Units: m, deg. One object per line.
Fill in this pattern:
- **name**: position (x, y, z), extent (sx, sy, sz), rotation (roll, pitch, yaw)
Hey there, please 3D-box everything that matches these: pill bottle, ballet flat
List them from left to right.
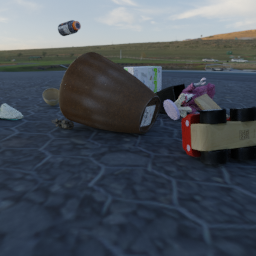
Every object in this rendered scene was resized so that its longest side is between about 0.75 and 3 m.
- **ballet flat**: position (-5.525, -0.743, 12.079), extent (2.048, 0.735, 0.735), rotation (4, 15, 14)
- **pill bottle**: position (-2.214, -3.820, 10.677), extent (0.926, 0.492, 0.492), rotation (2, 13, 39)

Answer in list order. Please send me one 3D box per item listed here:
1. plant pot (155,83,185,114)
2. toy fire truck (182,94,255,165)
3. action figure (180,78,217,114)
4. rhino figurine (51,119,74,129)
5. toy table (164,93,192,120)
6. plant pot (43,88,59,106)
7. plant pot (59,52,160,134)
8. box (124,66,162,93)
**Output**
- **plant pot**: position (1.983, -1.322, 13.257), extent (1.174, 1.324, 1.320), rotation (-4, 10, 35)
- **toy fire truck**: position (2.558, -0.150, 8.227), extent (2.478, 1.811, 2.815), rotation (-5, 4, -17)
- **action figure**: position (2.962, -1.494, 12.897), extent (2.520, 1.688, 1.876), rotation (-9, 17, -44)
- **rhino figurine**: position (-2.469, -0.162, 10.460), extent (1.121, 0.335, 0.490), rotation (10, -1, 38)
- **toy table**: position (2.109, -0.874, 11.930), extent (0.720, 1.130, 1.230), rotation (-19, 43, -12)
- **plant pot**: position (-4.065, -1.583, 15.038), extent (0.956, 0.641, 0.956), rotation (5, 51, -6)
- **plant pot**: position (-0.438, -0.955, 9.896), extent (2.896, 2.707, 2.707), rotation (25, 25, 26)
- **box**: position (0.799, -2.208, 14.874), extent (1.824, 2.067, 0.999), rotation (-10, 17, -30)
